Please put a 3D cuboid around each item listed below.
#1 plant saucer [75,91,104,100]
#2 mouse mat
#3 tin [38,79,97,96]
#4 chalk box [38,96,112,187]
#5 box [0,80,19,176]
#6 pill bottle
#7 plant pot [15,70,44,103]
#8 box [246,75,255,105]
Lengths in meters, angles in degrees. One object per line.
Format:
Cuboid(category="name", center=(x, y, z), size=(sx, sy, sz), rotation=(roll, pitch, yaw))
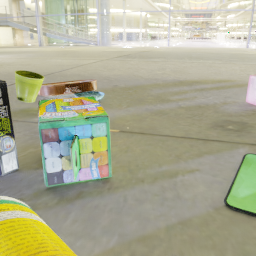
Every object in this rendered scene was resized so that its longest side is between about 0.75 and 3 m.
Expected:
Cuboid(category="plant saucer", center=(-1.727, -1.434, 12.605), size=(1.337, 0.183, 1.337), rotation=(0, 21, 0))
Cuboid(category="mouse mat", center=(3.189, 1.175, 5.527), size=(2.066, 0.097, 2.568), rotation=(11, 24, 29))
Cuboid(category="tin", center=(-2.826, -1.909, 13.178), size=(2.800, 0.586, 1.568), rotation=(-11, 20, -24))
Cuboid(category="chalk box", center=(-1.155, 0.275, 6.077), size=(1.409, 1.419, 2.273), rotation=(-6, 22, -16))
Cuboid(category="box", center=(-3.194, -0.119, 6.244), size=(1.617, 2.018, 0.447), rotation=(14, 24, 35))
Cuboid(category="pill bottle", center=(-0.886, 1.646, 2.400), size=(1.312, 1.312, 2.326), rotation=(-18, 28, -40))
Cuboid(category="plant pot", center=(-3.797, -1.541, 10.637), size=(1.054, 1.015, 1.054), rotation=(14, 20, -5))
Cuboid(category="box", center=(5.745, -1.399, 11.025), size=(1.007, 1.182, 1.848), rotation=(-7, 21, -19))
